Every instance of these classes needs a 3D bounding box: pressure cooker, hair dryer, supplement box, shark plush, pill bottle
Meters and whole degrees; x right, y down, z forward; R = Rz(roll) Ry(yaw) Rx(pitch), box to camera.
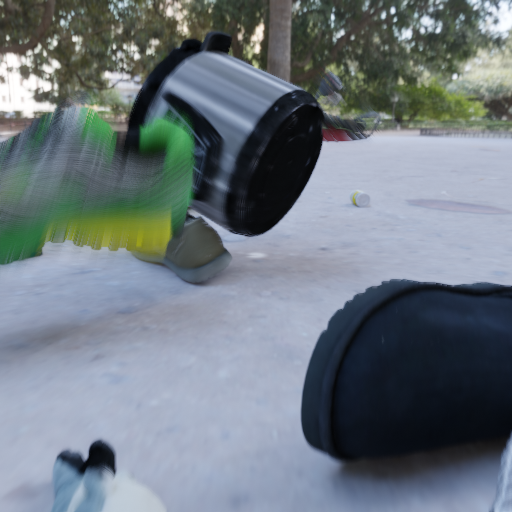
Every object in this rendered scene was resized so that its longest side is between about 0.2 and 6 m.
[{"bbox_3d":[-0.584,-1.697,8.063,2.545,2.238,2.273,32,-15,21],"label":"pressure cooker"},{"bbox_3d":[1.252,-2.300,10.788,1.576,2.070,0.562,36,31,-27],"label":"hair dryer"},{"bbox_3d":[-4.266,-0.356,9.006,1.133,0.762,1.134,12,19,39],"label":"supplement box"},{"bbox_3d":[-0.895,1.406,2.411,1.038,1.132,2.492,-36,30,-10],"label":"shark plush"},{"bbox_3d":[2.529,-1.422,13.783,0.373,0.373,0.670,-3,16,-10],"label":"pill bottle"}]

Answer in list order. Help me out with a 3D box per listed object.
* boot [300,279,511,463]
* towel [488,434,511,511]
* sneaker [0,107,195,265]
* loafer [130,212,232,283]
[{"bbox_3d":[2.152,0.860,3.586,3.050,1.165,2.563,-5,11,-43],"label":"boot"},{"bbox_3d":[1.886,1.426,2.226,1.879,0.804,1.556,9,18,30],"label":"towel"},{"bbox_3d":[-2.137,-0.842,5.372,3.302,1.407,1.288,-8,43,-34],"label":"sneaker"},{"bbox_3d":[-1.317,-0.436,8.479,1.018,0.943,2.708,-33,30,-27],"label":"loafer"}]
